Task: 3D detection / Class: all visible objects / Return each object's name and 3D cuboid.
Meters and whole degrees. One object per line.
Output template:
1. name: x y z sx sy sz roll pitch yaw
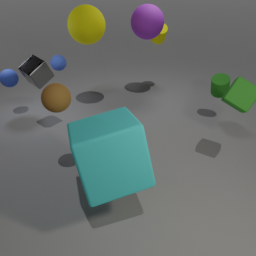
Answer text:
1. cylinder: 1.402 -4.317 12.759 0.700 0.700 0.700 2 66 -4
2. cube: 3.048 -0.883 7.568 0.700 0.700 0.700 34 8 9
3. cube: -3.035 -1.858 9.294 0.700 0.700 0.700 32 71 30
4. ball: 0.813 -4.428 11.710 1.400 1.400 1.400 0 29 0
5. ball: -1.699 -0.713 6.633 0.700 0.700 0.700 0 29 0
6. ball: -4.631 -1.935 10.903 0.700 0.700 0.700 0 29 0
7. cube: -0.394 0.537 5.939 1.400 1.400 1.400 -17 22 -9
8. cylinder: 3.578 -1.643 10.867 0.700 0.700 0.700 -7 49 8
9. ball: -3.120 -2.922 12.571 0.700 0.700 0.700 0 29 0
10. ball: -1.543 -3.840 10.439 1.400 1.400 1.400 0 29 0
